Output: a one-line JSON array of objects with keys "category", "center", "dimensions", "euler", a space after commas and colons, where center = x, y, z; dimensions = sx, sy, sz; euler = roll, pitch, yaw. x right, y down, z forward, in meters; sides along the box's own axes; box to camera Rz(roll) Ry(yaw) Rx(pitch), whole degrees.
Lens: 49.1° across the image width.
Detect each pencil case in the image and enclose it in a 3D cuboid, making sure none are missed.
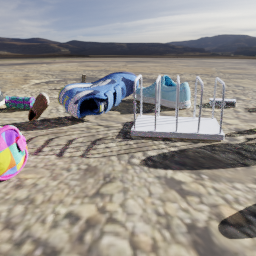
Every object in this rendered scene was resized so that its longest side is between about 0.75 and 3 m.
[{"category": "pencil case", "center": [-3.175, 0.264, 5.663], "dimensions": [2.535, 1.120, 1.120], "euler": [13, 21, 29]}, {"category": "pencil case", "center": [-4.094, -0.960, 10.641], "dimensions": [1.154, 0.491, 0.533], "euler": [3, 1, 10]}]

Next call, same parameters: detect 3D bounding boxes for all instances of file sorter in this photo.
[{"category": "file sorter", "center": [1.408, -0.665, 7.951], "dimensions": [2.436, 1.517, 1.690], "euler": [3, 18, 8]}]

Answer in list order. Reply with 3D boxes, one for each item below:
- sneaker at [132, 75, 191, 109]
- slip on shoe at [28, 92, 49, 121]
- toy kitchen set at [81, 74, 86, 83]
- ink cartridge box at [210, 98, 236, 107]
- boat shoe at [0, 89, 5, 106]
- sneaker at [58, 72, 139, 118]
[{"category": "sneaker", "center": [1.364, -1.610, 11.555], "dimensions": [2.922, 1.197, 1.080], "euler": [16, 22, 41]}, {"category": "slip on shoe", "center": [-2.755, -0.612, 8.517], "dimensions": [0.435, 1.145, 0.347], "euler": [43, 39, -6]}, {"category": "toy kitchen set", "center": [-2.820, -2.643, 15.666], "dimensions": [0.846, 0.763, 0.690], "euler": [-1, 15, -17]}, {"category": "ink cartridge box", "center": [3.872, -1.123, 11.542], "dimensions": [0.989, 0.347, 1.217], "euler": [4, 22, 14]}, {"category": "boat shoe", "center": [-5.341, -1.103, 10.502], "dimensions": [0.940, 0.885, 2.617], "euler": [-1, 18, -9]}, {"category": "sneaker", "center": [-0.782, -1.022, 9.242], "dimensions": [2.844, 1.052, 1.170], "euler": [-21, 45, -21]}]
